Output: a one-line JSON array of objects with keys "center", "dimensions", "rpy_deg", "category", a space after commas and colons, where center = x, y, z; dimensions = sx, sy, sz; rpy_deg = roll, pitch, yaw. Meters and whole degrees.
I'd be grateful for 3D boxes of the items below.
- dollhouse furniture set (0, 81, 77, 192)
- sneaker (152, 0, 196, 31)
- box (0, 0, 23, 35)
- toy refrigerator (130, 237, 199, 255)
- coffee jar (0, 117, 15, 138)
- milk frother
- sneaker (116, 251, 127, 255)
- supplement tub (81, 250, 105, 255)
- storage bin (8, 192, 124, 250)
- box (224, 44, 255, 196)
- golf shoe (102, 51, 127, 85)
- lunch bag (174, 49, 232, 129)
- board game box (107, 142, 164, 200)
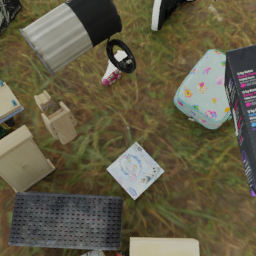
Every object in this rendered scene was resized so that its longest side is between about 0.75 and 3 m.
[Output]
[{"center": [-3.309, -0.054, 8.350], "dimensions": [2.717, 1.878, 2.877], "rpy_deg": [-36, 59, -17], "category": "dollhouse furniture set"}, {"center": [1.741, -4.502, 9.795], "dimensions": [1.473, 0.962, 2.633], "rpy_deg": [13, 73, 5], "category": "sneaker"}, {"center": [-4.708, -4.215, 9.318], "dimensions": [1.078, 1.711, 1.740], "rpy_deg": [28, 75, 8], "category": "box"}, {"center": [0.953, 3.350, 7.610], "dimensions": [1.821, 0.691, 0.637], "rpy_deg": [2, 74, 0], "category": "toy refrigerator"}, {"center": [-4.191, 0.117, 8.455], "dimensions": [1.675, 0.873, 0.714], "rpy_deg": [-47, 109, -13], "category": "coffee jar"}, {"center": [-0.863, -1.545, 5.559], "dimensions": [1.639, 1.573, 1.743], "rpy_deg": [-36, 95, -6], "category": "milk frother"}, {"center": [-0.024, 3.835, 7.594], "dimensions": [0.977, 0.345, 0.477], "rpy_deg": [36, 83, 26], "category": "sneaker"}, {"center": [-1.539, 4.255, 6.859], "dimensions": [2.471, 1.630, 1.630], "rpy_deg": [-23, 75, -6], "category": "supplement tub"}, {"center": [-1.470, 2.372, 7.325], "dimensions": [2.651, 1.792, 1.243], "rpy_deg": [3, 74, 1], "category": "storage bin"}, {"center": [2.857, -0.132, 5.390], "dimensions": [1.420, 1.636, 2.677], "rpy_deg": [-12, 72, 13], "category": "box"}, {"center": [-0.458, -2.021, 9.347], "dimensions": [0.657, 0.540, 1.435], "rpy_deg": [34, 69, 20], "category": "golf shoe"}, {"center": [2.669, -1.155, 8.847], "dimensions": [1.843, 0.886, 2.298], "rpy_deg": [36, 77, 7], "category": "lunch bag"}, {"center": [0.220, 1.284, 8.440], "dimensions": [1.234, 0.269, 1.240], "rpy_deg": [-41, 78, -11], "category": "board game box"}]
